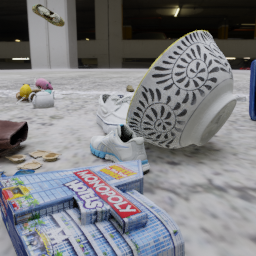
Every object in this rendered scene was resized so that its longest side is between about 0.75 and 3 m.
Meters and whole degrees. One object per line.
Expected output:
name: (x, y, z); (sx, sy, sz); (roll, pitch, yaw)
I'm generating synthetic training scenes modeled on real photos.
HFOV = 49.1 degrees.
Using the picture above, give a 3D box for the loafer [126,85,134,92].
loafer: (0.104, -2.262, 15.988); (0.379, 0.336, 0.998); (-5, 15, -19)

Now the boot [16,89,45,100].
boot: (-4.479, -1.607, 13.059); (1.420, 0.514, 1.181); (-8, 18, -17)

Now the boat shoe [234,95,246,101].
boat shoe: (4.915, -1.356, 12.607); (0.782, 0.256, 0.288); (6, 16, 23)

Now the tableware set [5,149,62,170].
tableware set: (-1.783, 0.574, 5.358); (0.787, 0.109, 0.942); (10, 18, 34)

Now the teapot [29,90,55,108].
teapot: (-3.343, -1.151, 10.994); (0.891, 0.659, 0.903); (-2, 15, -7)

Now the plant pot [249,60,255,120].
plant pot: (4.899, -1.164, 8.301); (2.149, 2.149, 1.932); (-7, 10, -23)

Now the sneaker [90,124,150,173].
sneaker: (-0.182, 0.254, 5.348); (0.652, 0.754, 1.741); (-12, 17, -34)

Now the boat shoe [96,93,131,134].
boat shoe: (-0.265, -0.444, 7.402); (1.087, 0.966, 2.956); (-7, 13, -24)

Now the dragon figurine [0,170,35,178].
dragon figurine: (-1.502, 0.804, 3.990); (1.152, 0.339, 0.573); (-2, 15, -3)

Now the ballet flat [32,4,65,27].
ballet flat: (-2.810, -4.051, 10.072); (1.250, 0.442, 0.442); (21, 2, -32)

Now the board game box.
board game box: (-0.315, 0.907, 3.134); (1.820, 0.562, 1.821); (-10, 17, -33)

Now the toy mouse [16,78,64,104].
toy mouse: (-3.769, -1.714, 12.417); (1.903, 0.414, 2.141); (5, 39, -12)

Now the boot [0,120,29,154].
boot: (-3.287, 0.192, 5.023); (2.297, 0.999, 2.761); (-2, 11, 0)

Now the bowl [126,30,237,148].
bowl: (1.326, -0.448, 5.720); (1.250, 2.664, 2.664); (42, 35, 25)
